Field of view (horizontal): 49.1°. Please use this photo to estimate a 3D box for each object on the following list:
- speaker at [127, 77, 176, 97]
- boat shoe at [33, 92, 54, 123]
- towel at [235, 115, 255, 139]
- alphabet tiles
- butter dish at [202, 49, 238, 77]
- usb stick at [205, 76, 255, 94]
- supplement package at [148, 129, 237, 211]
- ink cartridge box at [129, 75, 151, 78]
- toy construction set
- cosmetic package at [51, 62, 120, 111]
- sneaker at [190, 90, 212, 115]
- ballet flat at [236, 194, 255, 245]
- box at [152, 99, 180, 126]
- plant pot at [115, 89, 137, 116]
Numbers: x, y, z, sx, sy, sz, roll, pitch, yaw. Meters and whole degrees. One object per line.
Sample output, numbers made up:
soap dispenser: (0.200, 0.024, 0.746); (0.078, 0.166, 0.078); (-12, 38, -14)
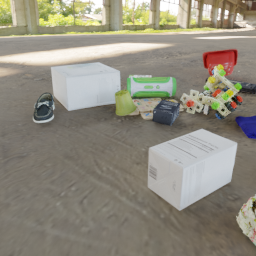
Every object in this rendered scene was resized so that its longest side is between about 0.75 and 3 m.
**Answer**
speaker: (1.113, -1.989, 13.552); (2.318, 1.025, 1.025); (0, 23, -1)
boat shoe: (-3.400, -0.848, 11.282); (0.842, 0.672, 2.227); (-5, 24, -12)
towel: (4.518, -0.024, 9.840); (1.109, 0.372, 1.502); (-5, 23, 7)
alphabet tiles: (1.071, -0.912, 12.065); (2.461, 0.180, 2.407); (-6, 24, -12)
butter dish: (5.673, -3.741, 17.186); (2.031, 1.505, 2.036); (-3, -19, 18)
usb stick: (5.507, -2.312, 14.947); (0.800, 0.470, 2.883); (-20, 31, -40)
supplement package: (1.519, 0.893, 6.660); (1.847, 1.120, 1.106); (-16, 28, -33)
ink cartridge box: (0.677, -2.579, 15.484); (1.262, 0.530, 0.918); (1, 23, 3)
toy construction set: (3.525, -1.368, 11.270); (2.944, 1.356, 1.930); (-34, 80, -35)
cosmetic package: (-1.990, -2.023, 12.946); (2.501, 1.537, 2.493); (-13, 26, -25)
sneaker: (3.085, -1.209, 12.087); (0.960, 0.705, 2.122); (9, 27, 13)
ballet flat: (2.717, 1.980, 4.606); (0.906, 0.765, 2.395); (-9, 25, -21)
box: (1.469, -0.602, 10.707); (0.775, 0.547, 1.048); (16, 33, 22)
plant pot: (-0.170, -1.081, 11.385); (0.893, 0.821, 0.893); (-11, 31, 7)
